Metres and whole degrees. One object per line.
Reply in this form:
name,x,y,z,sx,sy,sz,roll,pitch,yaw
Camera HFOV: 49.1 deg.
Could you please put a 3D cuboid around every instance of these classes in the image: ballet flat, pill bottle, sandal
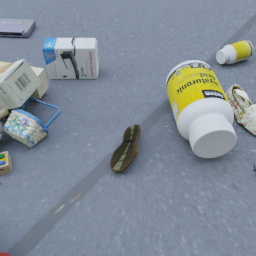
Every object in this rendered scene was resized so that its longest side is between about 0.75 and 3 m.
ballet flat,3.864,-0.637,9.180,0.834,0.705,2.205,-14,48,-12
pill bottle,4.345,-3.065,11.468,1.388,0.777,0.777,-19,49,-17
pill bottle,2.182,-0.597,8.459,1.635,1.635,2.938,-4,47,-4
sandal,0.021,0.616,8.121,0.682,0.455,1.668,-5,46,29

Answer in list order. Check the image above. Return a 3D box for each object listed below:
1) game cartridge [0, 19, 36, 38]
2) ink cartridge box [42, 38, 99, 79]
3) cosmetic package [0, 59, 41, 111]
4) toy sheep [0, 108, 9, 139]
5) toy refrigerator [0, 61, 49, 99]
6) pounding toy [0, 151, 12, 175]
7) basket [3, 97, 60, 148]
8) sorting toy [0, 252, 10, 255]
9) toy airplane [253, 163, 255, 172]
game cartridge,-5.625,-4.815,13.475,2.081,0.399,1.349,3,42,3
ink cartridge box,-2.105,-2.618,10.622,1.903,1.376,0.801,-1,46,-1
cosmetic package,-4.230,-1.214,8.899,2.594,0.922,1.364,-8,40,28
toy sheep,-4.416,0.130,7.884,2.289,1.578,1.578,-41,57,-13
toy refrigerator,-3.997,-1.750,9.861,2.195,0.833,0.768,11,47,11
pounding toy,-3.628,1.134,7.678,0.757,0.394,0.862,-14,47,-14
basket,-2.924,-0.230,8.566,1.267,1.000,1.437,20,59,19
sorting toy,-2.431,2.979,5.441,0.545,0.542,1.572,9,-2,-40
toy airplane,4.078,1.005,7.417,1.430,0.263,1.430,-16,40,14
